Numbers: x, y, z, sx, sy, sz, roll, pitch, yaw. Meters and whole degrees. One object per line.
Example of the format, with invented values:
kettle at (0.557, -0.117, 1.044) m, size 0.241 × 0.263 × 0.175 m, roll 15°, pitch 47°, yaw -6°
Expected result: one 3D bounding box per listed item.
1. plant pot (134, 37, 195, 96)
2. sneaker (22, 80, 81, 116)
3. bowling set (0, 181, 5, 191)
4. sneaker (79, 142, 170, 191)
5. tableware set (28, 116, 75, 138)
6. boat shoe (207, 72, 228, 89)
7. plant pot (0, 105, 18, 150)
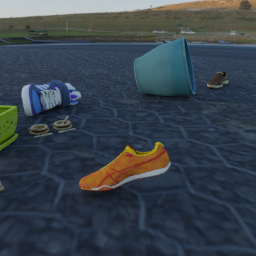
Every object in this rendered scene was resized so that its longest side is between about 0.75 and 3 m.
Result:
plant pot at (1.680, -2.634, 13.100) m, size 2.450 × 2.608 × 2.608 m, roll -9°, pitch 17°, yaw 19°
sneaker at (-2.891, -1.260, 11.036) m, size 2.004 × 1.102 × 2.736 m, roll -6°, pitch 16°, yaw -5°
bowling set at (-3.052, 1.197, 5.694) m, size 0.861 × 0.462 × 0.599 m, roll 12°, pitch 42°, yaw 25°
sneaker at (-0.112, 0.778, 5.703) m, size 1.896 × 0.731 × 0.692 m, roll -20°, pitch 2°, yaw 0°
tableware set at (-2.501, -0.080, 9.111) m, size 1.388 × 0.278 × 0.917 m, roll -12°, pitch 24°, yaw -29°
boat shoe at (4.887, -2.672, 15.257) m, size 0.769 × 0.770 × 2.082 m, roll 13°, pitch 25°, yaw 31°
plant pot at (-3.808, 0.014, 7.789) m, size 1.152 × 1.045 × 1.146 m, roll 4°, pitch 22°, yaw 9°
